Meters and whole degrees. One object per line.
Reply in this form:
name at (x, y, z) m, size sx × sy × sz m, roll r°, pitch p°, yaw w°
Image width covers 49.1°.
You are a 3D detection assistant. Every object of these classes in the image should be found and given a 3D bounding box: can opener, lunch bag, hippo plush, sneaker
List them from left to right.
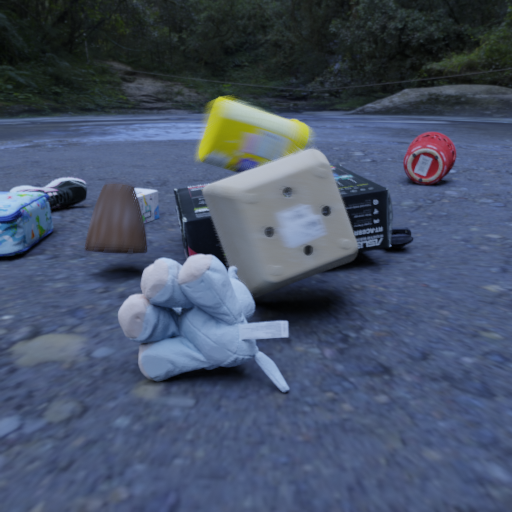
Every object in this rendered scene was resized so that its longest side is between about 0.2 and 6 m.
lunch bag at (-5.390, -0.668, 11.319) m, size 1.966 × 1.008 × 2.446 m, roll -3°, pitch 17°, yaw 1°
sneaker at (-5.255, -1.409, 14.200) m, size 1.955 × 0.785 × 0.844 m, roll -14°, pitch 29°, yaw -10°
hippo plush at (-0.529, 0.543, 6.702) m, size 1.919 × 1.529 × 1.543 m, roll 1°, pitch 18°, yaw 6°
can opener at (2.370, -0.376, 11.163) m, size 1.461 × 0.463 × 0.574 m, roll 0°, pitch -15°, yaw 11°

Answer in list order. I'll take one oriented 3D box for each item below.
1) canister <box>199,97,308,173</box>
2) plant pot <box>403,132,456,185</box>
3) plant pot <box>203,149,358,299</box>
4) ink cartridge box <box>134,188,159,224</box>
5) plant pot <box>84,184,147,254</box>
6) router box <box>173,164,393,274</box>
canister at (-0.063, -1.961, 9.717) m, size 1.611 × 1.196 × 0.697 m, roll 14°, pitch 25°, yaw -21°
plant pot at (5.472, -3.018, 17.720) m, size 1.535 × 1.535 × 1.398 m, roll 7°, pitch 27°, yaw 21°
plant pot at (0.431, -0.468, 7.841) m, size 1.859 × 1.861 × 1.648 m, roll -20°, pitch 3°, yaw -6°
ink cartridge box at (-2.853, -1.149, 13.211) m, size 0.693 × 0.696 × 0.949 m, roll 9°, pitch 21°, yaw 24°
plant pot at (-2.367, -0.636, 9.591) m, size 1.039 × 1.112 × 1.039 m, roll 2°, pitch -5°, yaw 0°
router box at (0.351, -0.767, 10.749) m, size 3.684 × 1.145 × 2.761 m, roll -9°, pitch 20°, yaw -7°
